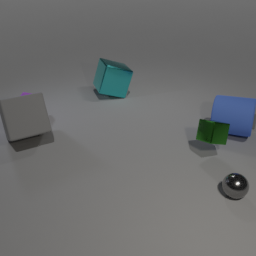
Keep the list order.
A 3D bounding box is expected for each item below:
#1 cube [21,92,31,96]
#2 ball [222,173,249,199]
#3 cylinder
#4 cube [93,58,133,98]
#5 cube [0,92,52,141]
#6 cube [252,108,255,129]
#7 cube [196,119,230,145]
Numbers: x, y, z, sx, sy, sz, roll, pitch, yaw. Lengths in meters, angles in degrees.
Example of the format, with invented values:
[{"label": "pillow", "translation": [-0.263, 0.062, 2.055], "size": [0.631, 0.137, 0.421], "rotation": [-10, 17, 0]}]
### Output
[{"label": "cube", "translation": [-4.030, -0.938, 11.402], "size": [0.700, 0.700, 0.700], "rotation": [49, 17, 16]}, {"label": "ball", "translation": [2.955, 1.587, 7.703], "size": [0.700, 0.700, 0.700], "rotation": [0, 29, 0]}, {"label": "cylinder", "translation": [3.904, -0.461, 10.392], "size": [1.400, 1.400, 1.400], "rotation": [9, 31, 24]}, {"label": "cube", "translation": [-0.769, -2.468, 13.819], "size": [1.400, 1.400, 1.400], "rotation": [8, 25, -25]}, {"label": "cube", "translation": [-3.683, -0.369, 9.945], "size": [1.400, 1.400, 1.400], "rotation": [-16, 5, -26]}, {"label": "cube", "translation": [4.807, -0.465, 11.323], "size": [0.700, 0.700, 0.700], "rotation": [10, 32, 19]}, {"label": "cube", "translation": [2.746, 0.122, 9.084], "size": [0.700, 0.700, 0.700], "rotation": [5, 7, -29]}]
